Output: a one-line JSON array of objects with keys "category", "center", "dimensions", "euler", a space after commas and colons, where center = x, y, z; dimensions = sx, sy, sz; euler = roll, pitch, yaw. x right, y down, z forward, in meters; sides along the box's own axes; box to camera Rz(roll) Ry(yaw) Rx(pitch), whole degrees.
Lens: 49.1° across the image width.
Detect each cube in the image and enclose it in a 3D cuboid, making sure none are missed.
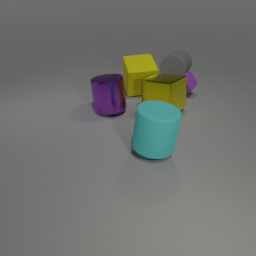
[{"category": "cube", "center": [1.509, -1.430, 11.725], "dimensions": [1.400, 1.400, 1.400], "euler": [13, 29, 34]}, {"category": "cube", "center": [0.545, -2.540, 13.451], "dimensions": [1.400, 1.400, 1.400], "euler": [-7, 47, -9]}, {"category": "cube", "center": [2.739, -2.138, 13.300], "dimensions": [0.700, 0.700, 0.700], "euler": [-9, 34, 53]}]

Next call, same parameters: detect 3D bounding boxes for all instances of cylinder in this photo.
[{"category": "cylinder", "center": [-0.809, -1.446, 11.841], "dimensions": [1.400, 1.400, 1.400], "euler": [-5, 25, 2]}, {"category": "cylinder", "center": [0.885, 0.037, 8.958], "dimensions": [1.400, 1.400, 1.400], "euler": [5, 30, -3]}, {"category": "cylinder", "center": [2.637, -3.430, 15.266], "dimensions": [1.400, 1.400, 1.400], "euler": [13, 31, 21]}]
